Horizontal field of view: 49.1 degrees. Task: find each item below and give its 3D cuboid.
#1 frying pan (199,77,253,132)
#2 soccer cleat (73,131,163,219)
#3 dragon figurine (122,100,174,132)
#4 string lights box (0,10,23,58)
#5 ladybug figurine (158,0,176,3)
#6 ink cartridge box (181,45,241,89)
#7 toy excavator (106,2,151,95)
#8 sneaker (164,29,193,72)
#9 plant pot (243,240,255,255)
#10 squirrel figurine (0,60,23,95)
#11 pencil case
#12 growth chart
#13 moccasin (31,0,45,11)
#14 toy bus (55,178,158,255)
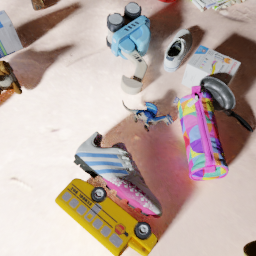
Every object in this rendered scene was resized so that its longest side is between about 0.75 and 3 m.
[{"bbox_3d":[2.830,-0.653,8.527,0.343,1.274,2.106,-42,112,-16],"label":"frying pan"},{"bbox_3d":[-0.131,1.106,7.236,2.856,0.998,1.233,33,79,20],"label":"soccer cleat"},{"bbox_3d":[0.600,-0.444,8.497,1.612,0.475,0.802,37,66,19],"label":"dragon figurine"},{"bbox_3d":[-5.004,-2.846,9.462,2.471,1.270,0.729,-30,64,-16],"label":"string lights box"},{"bbox_3d":[1.355,-5.932,11.487,1.661,0.880,2.447,-27,63,-15],"label":"ladybug figurine"},{"bbox_3d":[2.631,-1.735,8.957,1.400,1.013,1.031,30,63,15],"label":"ink cartridge box"},{"bbox_3d":[0.173,-2.648,9.499,2.455,1.261,2.525,-40,76,-19],"label":"toy excavator"},{"bbox_3d":[1.821,-2.862,9.791,0.742,0.719,2.031,18,61,10],"label":"sneaker"},{"bbox_3d":[3.503,3.308,5.641,2.128,2.128,1.510,-1,86,-1],"label":"plant pot"},{"bbox_3d":[-4.396,-1.540,8.970,1.443,1.094,1.546,-27,49,-7],"label":"squirrel figurine"},{"bbox_3d":[2.024,0.162,7.820,1.139,1.139,2.578,-4,61,-2],"label":"pencil case"},{"bbox_3d":[3.622,-5.408,11.589,2.166,0.192,1.567,-19,62,-11],"label":"growth chart"},{"bbox_3d":[-3.717,-5.458,11.393,0.613,0.581,1.589,-17,60,-12],"label":"moccasin"},{"bbox_3d":[-0.509,2.229,6.760,2.497,0.813,0.978,35,66,18],"label":"toy bus"}]
